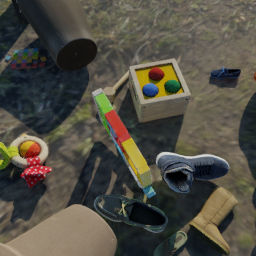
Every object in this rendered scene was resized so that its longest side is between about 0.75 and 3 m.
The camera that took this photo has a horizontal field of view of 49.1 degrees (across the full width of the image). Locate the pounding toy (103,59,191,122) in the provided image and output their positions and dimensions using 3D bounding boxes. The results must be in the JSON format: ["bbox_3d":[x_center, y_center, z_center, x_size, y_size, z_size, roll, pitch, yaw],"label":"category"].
[{"bbox_3d":[0.344,-1.214,7.724,2.148,0.983,1.887,-11,60,-7],"label":"pounding toy"}]

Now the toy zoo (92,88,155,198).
[{"bbox_3d":[-0.055,0.440,6.258,0.246,1.578,2.405,-29,71,-8],"label":"toy zoo"}]

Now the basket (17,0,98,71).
[{"bbox_3d":[-1.976,-3.013,8.461,2.085,1.572,2.312,-4,58,-45],"label":"basket"}]

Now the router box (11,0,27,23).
[{"bbox_3d":[-3.779,-4.736,9.303,0.476,1.866,1.392,-17,61,-12],"label":"router box"}]

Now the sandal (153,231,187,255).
[{"bbox_3d":[0.882,2.513,5.922,0.913,0.261,0.363,-39,66,-20],"label":"sandal"}]

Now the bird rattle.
[{"bbox_3d":[-2.444,0.656,6.800,1.437,0.809,1.171,19,45,8],"label":"bird rattle"}]

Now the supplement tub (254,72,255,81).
[{"bbox_3d":[4.649,-0.886,7.189,1.578,1.578,2.576,-28,63,-16],"label":"supplement tub"}]

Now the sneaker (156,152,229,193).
[{"bbox_3d":[1.527,1.008,6.192,1.720,1.243,0.654,4,101,-1],"label":"sneaker"}]

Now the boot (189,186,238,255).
[{"bbox_3d":[2.067,2.003,6.162,1.024,0.387,1.169,40,66,21],"label":"boot"}]

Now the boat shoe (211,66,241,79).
[{"bbox_3d":[2.935,-1.700,8.411,0.876,0.301,0.369,-6,59,-3],"label":"boat shoe"}]

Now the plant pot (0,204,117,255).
[{"bbox_3d":[-1.260,2.490,5.054,2.235,2.235,1.949,31,46,17],"label":"plant pot"}]

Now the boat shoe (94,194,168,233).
[{"bbox_3d":[0.069,1.809,6.120,1.664,0.497,0.595,18,62,3],"label":"boat shoe"}]

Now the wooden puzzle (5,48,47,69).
[{"bbox_3d":[-3.225,-2.191,8.824,1.317,0.093,0.781,-4,59,-2],"label":"wooden puzzle"}]
